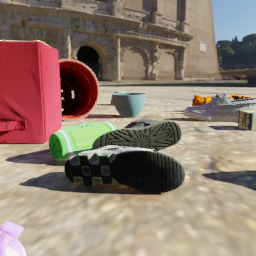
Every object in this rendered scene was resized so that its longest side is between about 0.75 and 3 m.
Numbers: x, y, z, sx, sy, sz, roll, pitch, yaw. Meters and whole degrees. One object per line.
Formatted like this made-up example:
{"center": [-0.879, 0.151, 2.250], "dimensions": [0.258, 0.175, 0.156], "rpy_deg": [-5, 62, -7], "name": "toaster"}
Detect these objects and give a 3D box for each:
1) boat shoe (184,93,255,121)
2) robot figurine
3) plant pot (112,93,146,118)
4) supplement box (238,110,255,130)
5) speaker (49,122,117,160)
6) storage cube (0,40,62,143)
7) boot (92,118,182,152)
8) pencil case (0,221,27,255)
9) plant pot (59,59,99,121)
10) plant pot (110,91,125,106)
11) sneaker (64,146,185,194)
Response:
{"center": [3.599, -0.821, 10.586], "dimensions": [2.929, 1.043, 1.022], "rpy_deg": [1, 10, 7], "name": "boat shoe"}
{"center": [4.508, -1.134, 13.004], "dimensions": [2.733, 0.796, 1.982], "rpy_deg": [-2, 12, -13], "name": "robot figurine"}
{"center": [0.042, -0.932, 11.479], "dimensions": [1.403, 0.945, 1.403], "rpy_deg": [0, 10, 0], "name": "plant pot"}
{"center": [4.081, -0.260, 8.921], "dimensions": [0.813, 0.546, 0.812], "rpy_deg": [-1, 10, -4], "name": "supplement box"}
{"center": [-0.887, 0.250, 5.839], "dimensions": [1.432, 0.633, 0.633], "rpy_deg": [-13, 16, -43], "name": "speaker"}
{"center": [-3.251, -1.025, 7.768], "dimensions": [2.365, 2.487, 2.766], "rpy_deg": [-1, 11, -3], "name": "storage cube"}
{"center": [0.067, 0.168, 6.108], "dimensions": [1.865, 0.744, 2.051], "rpy_deg": [-10, 11, -11], "name": "boot"}
{"center": [-1.031, 1.071, 1.477], "dimensions": [0.578, 0.589, 1.378], "rpy_deg": [21, 9, -3], "name": "pencil case"}
{"center": [-2.606, -1.413, 11.317], "dimensions": [2.290, 2.290, 2.227], "rpy_deg": [-5, 3, -26], "name": "plant pot"}
{"center": [-0.464, -1.744, 16.388], "dimensions": [1.174, 0.788, 1.174], "rpy_deg": [0, 11, 0], "name": "plant pot"}
{"center": [-0.003, 0.526, 4.280], "dimensions": [1.769, 0.655, 0.783], "rpy_deg": [4, 14, 16], "name": "sneaker"}
